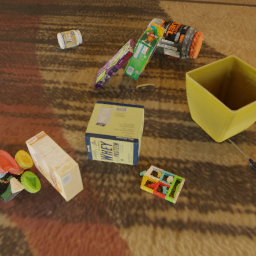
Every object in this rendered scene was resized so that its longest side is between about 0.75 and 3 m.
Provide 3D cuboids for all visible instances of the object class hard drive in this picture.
[{"bbox_3d":[-4.136,1.903,9.378,1.137,0.215,0.794,28,53,24],"label":"hard drive"}]

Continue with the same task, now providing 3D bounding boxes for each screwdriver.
[{"bbox_3d":[4.318,1.024,10.193,0.267,0.256,1.832,6,37,-39],"label":"screwdriver"}]

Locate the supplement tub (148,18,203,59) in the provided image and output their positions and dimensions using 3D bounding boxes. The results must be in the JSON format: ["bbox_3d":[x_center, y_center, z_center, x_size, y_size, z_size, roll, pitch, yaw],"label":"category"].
[{"bbox_3d":[2.376,-4.562,14.458,2.672,1.637,1.637,21,50,19],"label":"supplement tub"}]

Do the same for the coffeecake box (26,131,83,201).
[{"bbox_3d":[-2.380,1.234,9.148,0.692,1.454,1.894,-36,56,-29],"label":"coffeecake box"}]

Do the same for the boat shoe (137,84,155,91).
[{"bbox_3d":[0.816,-1.927,12.929,0.846,0.303,0.322,-3,35,-2],"label":"boat shoe"}]

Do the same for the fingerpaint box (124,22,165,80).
[{"bbox_3d":[0.774,-3.583,13.167,0.770,2.100,1.752,31,51,-1],"label":"fingerpaint box"}]

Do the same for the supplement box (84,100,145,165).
[{"bbox_3d":[-0.427,0.150,10.291,1.880,1.262,1.878,7,47,6],"label":"supplement box"}]

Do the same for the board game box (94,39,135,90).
[{"bbox_3d":[-0.606,-2.843,12.534,0.378,2.341,1.405,35,33,-26],"label":"board game box"}]

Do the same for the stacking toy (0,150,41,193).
[{"bbox_3d":[-3.725,1.536,9.017,0.741,1.755,1.589,-35,73,10],"label":"stacking toy"}]

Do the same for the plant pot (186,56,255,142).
[{"bbox_3d":[3.746,-0.956,10.714,2.461,2.170,2.460,-24,51,-20],"label":"plant pot"}]

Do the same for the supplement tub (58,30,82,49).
[{"bbox_3d":[-3.171,-4.855,15.272,1.148,0.831,0.831,-20,50,-18],"label":"supplement tub"}]

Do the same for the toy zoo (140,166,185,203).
[{"bbox_3d":[1.078,1.837,9.483,1.459,0.149,0.957,20,50,18],"label":"toy zoo"}]
